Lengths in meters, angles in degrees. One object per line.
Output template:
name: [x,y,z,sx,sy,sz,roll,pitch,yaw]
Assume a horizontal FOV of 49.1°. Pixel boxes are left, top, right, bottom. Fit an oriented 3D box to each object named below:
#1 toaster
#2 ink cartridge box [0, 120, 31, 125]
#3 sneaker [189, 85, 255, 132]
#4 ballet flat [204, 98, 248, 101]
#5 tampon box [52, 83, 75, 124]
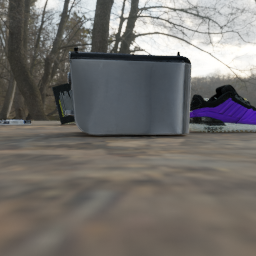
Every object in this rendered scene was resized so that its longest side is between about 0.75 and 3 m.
toaster: [0.027,-0.528,4.781,2.097,1.244,1.896,0,2,-9]
ink cartridge box: [-4.880,-0.233,11.929,1.051,0.228,1.042,0,2,33]
sneaker: [2.073,-0.389,5.422,1.852,0.921,0.644,-1,1,-5]
ballet flat: [2.480,-0.460,8.179,0.977,0.977,2.764,-1,2,-21]
tampon box: [-1.796,-1.305,13.283,2.802,1.769,2.100,-13,1,3]
